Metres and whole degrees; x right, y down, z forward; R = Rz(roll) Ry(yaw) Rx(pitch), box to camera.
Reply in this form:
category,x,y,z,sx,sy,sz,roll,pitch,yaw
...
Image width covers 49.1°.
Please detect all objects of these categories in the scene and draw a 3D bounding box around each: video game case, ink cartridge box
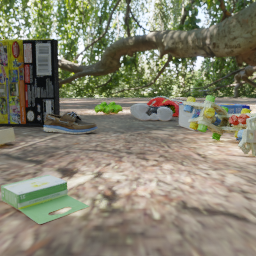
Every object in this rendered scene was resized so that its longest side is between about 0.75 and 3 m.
category,x,y,z,sx,sy,sz,roll,pitch,yaw
video game case,-3.526,-1.460,9.183,2.545,2.816,0.359,1,7,6
ink cartridge box,-0.877,0.710,2.942,0.810,0.194,0.590,5,9,44
ink cartridge box,2.845,-0.386,8.940,2.109,0.805,1.439,1,8,-9

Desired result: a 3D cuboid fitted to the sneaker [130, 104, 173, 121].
category,x,y,z,sx,sy,sz,roll,pitch,yaw
sneaker,1.000,-0.637,11.432,1.737,0.655,0.988,8,9,16

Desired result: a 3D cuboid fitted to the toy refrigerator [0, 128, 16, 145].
category,x,y,z,sx,sy,sz,roll,pitch,yaw
toy refrigerator,-2.824,0.242,5.831,0.347,0.320,0.915,-9,6,22

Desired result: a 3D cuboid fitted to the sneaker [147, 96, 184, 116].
category,x,y,z,sx,sy,sz,roll,pitch,yaw
sneaker,1.682,-1.013,13.307,1.018,0.923,2.397,-13,14,-42

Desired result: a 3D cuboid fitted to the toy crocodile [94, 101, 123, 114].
category,x,y,z,sx,sy,sz,roll,pitch,yaw
toy crocodile,-0.945,-0.967,14.363,0.615,0.563,1.823,49,30,22

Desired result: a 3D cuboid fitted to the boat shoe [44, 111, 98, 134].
category,x,y,z,sx,sy,sz,roll,pitch,yaw
boat shoe,-1.650,-0.163,7.910,1.630,0.590,0.589,2,8,12

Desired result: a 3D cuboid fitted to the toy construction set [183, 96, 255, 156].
category,x,y,z,sx,sy,sz,roll,pitch,yaw
toy construction set,2.266,-0.116,5.914,1.465,1.029,2.234,23,6,-24
